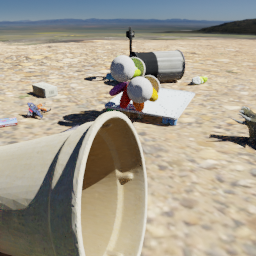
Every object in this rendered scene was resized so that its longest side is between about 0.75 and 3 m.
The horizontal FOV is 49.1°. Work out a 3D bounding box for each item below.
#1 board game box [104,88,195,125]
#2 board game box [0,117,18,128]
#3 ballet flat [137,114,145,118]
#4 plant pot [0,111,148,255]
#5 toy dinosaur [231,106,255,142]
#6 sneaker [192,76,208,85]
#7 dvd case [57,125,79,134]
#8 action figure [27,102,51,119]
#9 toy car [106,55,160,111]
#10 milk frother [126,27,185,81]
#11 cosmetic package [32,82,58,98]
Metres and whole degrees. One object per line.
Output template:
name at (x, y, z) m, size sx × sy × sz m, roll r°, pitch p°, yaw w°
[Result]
board game box at (0.918, -0.975, 10.778) m, size 2.752 × 0.356 × 2.751 m, roll 11°, pitch 29°, yaw 22°
board game box at (-4.312, -0.148, 9.373) m, size 1.120 × 0.109 × 0.577 m, roll -10°, pitch 26°, yaw -23°
ballet flat at (0.547, -0.627, 10.252) m, size 0.303 × 0.300 × 0.891 m, roll 9°, pitch 24°, yaw 7°
plant pot at (-1.093, 1.024, 4.235) m, size 2.204 × 2.407 × 2.407 m, roll -4°, pitch 21°, yaw 21°
toy dinosaur at (4.436, 0.229, 7.681) m, size 1.456 × 1.095 × 2.846 m, roll -27°, pitch 39°, yaw -27°
sneaker at (3.594, -2.475, 14.576) m, size 1.109 × 0.420 × 0.582 m, roll -7°, pitch 11°, yaw -33°
dvd case at (-1.225, 0.472, 7.829) m, size 2.170 × 0.173 × 1.614 m, roll 16°, pitch 28°, yaw 33°
action figure at (-3.239, -0.572, 10.183) m, size 0.867 × 0.469 × 0.896 m, roll -24°, pitch 59°, yaw -32°
toy car at (0.043, -1.433, 9.371) m, size 1.967 × 1.475 × 1.722 m, roll 51°, pitch 23°, yaw 3°
milk frother at (1.292, -3.894, 14.810) m, size 2.632 × 2.798 × 2.525 m, roll -8°, pitch 20°, yaw -19°
cosmetic package at (-3.771, -1.728, 12.680) m, size 0.627 × 0.423 × 1.191 m, roll -21°, pitch 30°, yaw -40°
